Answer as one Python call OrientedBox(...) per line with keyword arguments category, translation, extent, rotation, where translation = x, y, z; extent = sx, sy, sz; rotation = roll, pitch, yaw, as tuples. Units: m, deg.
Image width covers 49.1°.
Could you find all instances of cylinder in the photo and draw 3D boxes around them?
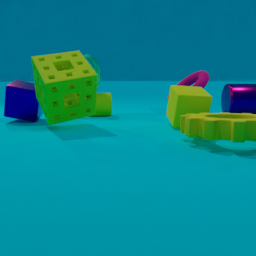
OrientedBox(category="cylinder", translation=(-1.035, -0.857, 10.154), extent=(0.837, 0.837, 0.837), rotation=(-2, 10, -9))
OrientedBox(category="cylinder", translation=(4.110, -1.011, 10.099), extent=(1.170, 1.170, 1.170), rotation=(0, 10, 1))

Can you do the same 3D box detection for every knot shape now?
OrientedBox(category="knot shape", translation=(-1.923, -1.818, 10.478), extent=(0.955, 1.934, 2.067), rotation=(40, -4, -38))

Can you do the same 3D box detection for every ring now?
OrientedBox(category="ring", translation=(2.335, -1.555, 10.973), extent=(1.876, 0.375, 1.876), rotation=(-38, 16, 13))

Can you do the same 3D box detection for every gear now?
OrientedBox(category="gear", translation=(2.215, -0.063, 6.056), extent=(2.089, 0.386, 2.089), rotation=(0, 8, 0))

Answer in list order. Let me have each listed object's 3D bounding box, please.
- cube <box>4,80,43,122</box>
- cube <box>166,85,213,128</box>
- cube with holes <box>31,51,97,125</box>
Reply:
OrientedBox(category="cube", translation=(-3.280, -0.885, 9.013), extent=(1.013, 1.013, 1.013), rotation=(10, 18, -7))
OrientedBox(category="cube", translation=(1.674, -0.598, 7.827), extent=(0.937, 0.937, 0.937), rotation=(2, 24, -7))
OrientedBox(category="cube with holes", translation=(-1.736, -1.127, 7.669), extent=(1.332, 1.332, 1.332), rotation=(-15, 47, -24))
